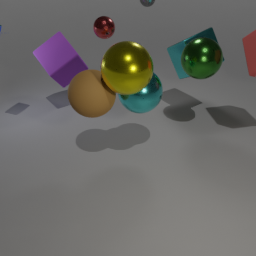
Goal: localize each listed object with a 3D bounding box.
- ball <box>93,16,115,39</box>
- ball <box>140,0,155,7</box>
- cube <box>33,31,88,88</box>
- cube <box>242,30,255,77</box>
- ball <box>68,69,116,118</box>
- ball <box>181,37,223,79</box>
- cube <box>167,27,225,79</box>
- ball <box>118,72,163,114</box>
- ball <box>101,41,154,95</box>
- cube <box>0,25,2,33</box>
[{"bbox_3d":[-0.761,-3.211,8.962,0.700,0.700,0.700,0,31,0],"label":"ball"},{"bbox_3d":[0.850,-5.656,12.200,0.700,0.700,0.700,0,31,0],"label":"ball"},{"bbox_3d":[-2.759,-2.802,11.661,1.400,1.400,1.400,-38,75,1],"label":"cube"},{"bbox_3d":[4.773,-2.469,8.923,1.400,1.400,1.400,4,-17,-27],"label":"cube"},{"bbox_3d":[-1.051,-0.999,8.195,1.400,1.400,1.400,0,31,0],"label":"ball"},{"bbox_3d":[2.518,-2.373,9.592,1.400,1.400,1.400,0,31,0],"label":"ball"},{"bbox_3d":[2.670,-2.933,11.170,1.400,1.400,1.400,-29,12,-17],"label":"cube"},{"bbox_3d":[0.377,-1.151,8.703,1.400,1.400,1.400,0,31,0],"label":"ball"},{"bbox_3d":[-0.025,-1.577,7.432,1.400,1.400,1.400,0,31,0],"label":"ball"},{"bbox_3d":[-4.662,-3.116,9.071,0.700,0.700,0.700,22,19,5],"label":"cube"}]
